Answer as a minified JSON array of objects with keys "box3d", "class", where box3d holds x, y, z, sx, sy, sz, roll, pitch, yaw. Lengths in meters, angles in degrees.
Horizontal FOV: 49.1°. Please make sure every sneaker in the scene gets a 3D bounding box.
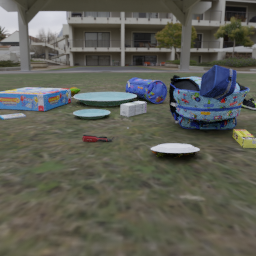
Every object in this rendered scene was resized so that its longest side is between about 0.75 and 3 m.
[{"box3d":[4.991,-0.980,11.265,0.393,0.454,1.096,-10,17,-34],"class":"sneaker"}]

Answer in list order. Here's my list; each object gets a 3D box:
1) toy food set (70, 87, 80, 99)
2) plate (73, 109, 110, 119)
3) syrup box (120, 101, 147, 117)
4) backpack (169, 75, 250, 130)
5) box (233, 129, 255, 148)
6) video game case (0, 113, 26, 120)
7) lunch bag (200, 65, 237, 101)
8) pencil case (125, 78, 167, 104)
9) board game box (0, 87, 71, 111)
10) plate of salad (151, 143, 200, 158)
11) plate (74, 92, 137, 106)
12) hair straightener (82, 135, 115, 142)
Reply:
[{"box3d":[-3.398,-1.935,15.054,1.559,0.453,2.258,-14,20,-43],"class":"toy food set"},{"box3d":[-1.273,-0.477,9.878,1.300,0.166,1.300,1,14,0],"class":"plate"},{"box3d":[0.215,-0.708,10.255,0.404,0.418,1.026,15,20,40],"class":"syrup box"},{"box3d":[2.274,-0.709,7.981,2.064,1.521,2.261,0,13,-1],"class":"backpack"},{"box3d":[2.847,0.253,6.841,0.335,0.223,0.891,2,14,6],"class":"box"},{"box3d":[-4.040,-0.407,9.787,0.772,0.069,0.553,-10,18,-35],"class":"video game case"},{"box3d":[1.816,-0.882,5.534,0.509,0.522,0.769,12,-11,-10],"class":"lunch bag"},{"box3d":[0.791,-1.871,13.507,1.157,1.040,2.664,26,1,-28],"class":"pencil case"},{"box3d":[-4.014,-1.287,12.049,2.341,0.654,2.292,3,14,13],"class":"board game box"},{"box3d":[0.987,0.487,5.897,1.014,0.244,1.014,0,3,0],"class":"plate of salad"},{"box3d":[-1.027,-1.321,12.830,2.875,0.367,2.875,-1,15,0],"class":"plate"},{"box3d":[-0.736,0.241,7.015,0.797,0.163,0.307,-1,14,-6],"class":"hair straightener"}]
